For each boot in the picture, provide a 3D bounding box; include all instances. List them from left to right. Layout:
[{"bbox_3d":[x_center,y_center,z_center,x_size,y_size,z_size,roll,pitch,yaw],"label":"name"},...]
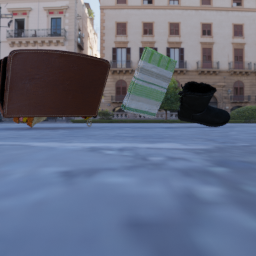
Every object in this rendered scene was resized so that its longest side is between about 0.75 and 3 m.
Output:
[{"bbox_3d":[2.590,-0.804,9.372,1.982,0.734,1.624,7,-33,6],"label":"boot"}]

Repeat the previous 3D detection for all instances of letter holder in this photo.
[{"bbox_3d":[-1.945,-1.343,7.253,2.514,1.786,1.264,-3,36,-35],"label":"letter holder"}]

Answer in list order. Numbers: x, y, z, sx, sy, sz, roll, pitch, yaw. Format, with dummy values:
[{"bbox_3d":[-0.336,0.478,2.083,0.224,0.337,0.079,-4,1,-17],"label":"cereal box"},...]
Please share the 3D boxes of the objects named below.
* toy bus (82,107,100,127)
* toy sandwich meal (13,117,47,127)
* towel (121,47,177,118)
[{"bbox_3d":[-1.311,-0.757,10.008,0.635,1.160,1.230,5,-22,37],"label":"toy bus"},{"bbox_3d":[-2.754,-1.011,9.407,0.892,2.604,2.604,33,6,7],"label":"toy sandwich meal"},{"bbox_3d":[0.742,-1.519,9.793,1.677,2.248,0.345,11,15,-43],"label":"towel"}]
